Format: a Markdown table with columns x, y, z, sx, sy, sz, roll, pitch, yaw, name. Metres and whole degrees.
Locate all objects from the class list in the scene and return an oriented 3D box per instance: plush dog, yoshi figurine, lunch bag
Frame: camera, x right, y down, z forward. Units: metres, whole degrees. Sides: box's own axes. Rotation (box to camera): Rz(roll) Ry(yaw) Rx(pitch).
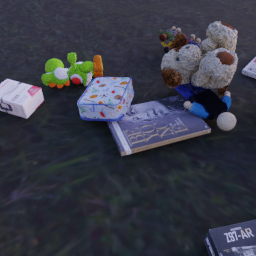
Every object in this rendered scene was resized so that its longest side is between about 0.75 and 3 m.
| x | y | z | sx | sy | sz | roll | pitch | yaw | name |
| --- | --- | --- | --- | --- | --- | --- | --- | --- | --- |
| 2.113 | -1.957 | 8.707 | 2.160 | 2.018 | 2.515 | 8 | 49 | 13 | plush dog |
| -1.994 | -2.107 | 9.791 | 2.108 | 1.185 | 1.180 | -14 | 31 | -10 | yoshi figurine |
| -0.682 | -0.946 | 8.660 | 1.523 | 0.718 | 1.900 | 1 | 36 | 16 | lunch bag |

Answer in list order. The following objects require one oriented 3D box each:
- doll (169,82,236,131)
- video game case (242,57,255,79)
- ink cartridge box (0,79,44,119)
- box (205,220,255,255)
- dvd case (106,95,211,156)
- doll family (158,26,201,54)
| x | y | z | sx | sy | sz | roll | pitch | yaw | name |
| --- | --- | --- | --- | --- | --- | --- | --- | --- | --- |
| 2.398 | -0.884 | 8.686 | 1.810 | 0.643 | 2.653 | -11 | 42 | -22 | doll |
| 5.499 | -2.110 | 10.340 | 1.949 | 0.224 | 1.776 | 30 | 52 | 28 | video game case |
| -3.549 | -0.952 | 8.918 | 1.345 | 0.567 | 0.973 | 16 | 47 | 15 | ink cartridge box |
| 3.072 | 2.724 | 5.215 | 2.625 | 0.571 | 2.103 | -9 | 46 | -9 | box |
| 0.764 | -0.186 | 8.241 | 2.627 | 0.210 | 1.953 | -14 | 40 | -12 | dvd case |
| 2.079 | -3.098 | 10.904 | 2.238 | 0.878 | 1.293 | 31 | 48 | 24 | doll family |
